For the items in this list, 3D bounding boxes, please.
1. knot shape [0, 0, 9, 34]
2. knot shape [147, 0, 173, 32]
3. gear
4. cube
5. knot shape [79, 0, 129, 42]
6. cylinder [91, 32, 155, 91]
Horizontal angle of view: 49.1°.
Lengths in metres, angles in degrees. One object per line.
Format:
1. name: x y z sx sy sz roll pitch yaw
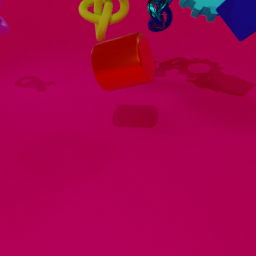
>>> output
1. knot shape: -3.688 -3.025 6.910 1.406 1.502 0.694 16 55 23
2. knot shape: 1.008 -3.562 8.365 0.619 1.253 1.339 21 5 16
3. gear: 2.280 -3.861 7.811 1.846 0.342 1.846 1 73 -4
4. cube: 3.055 -2.998 6.843 1.057 1.057 1.057 -42 95 -27
5. knot shape: -0.762 -3.369 8.408 1.608 1.504 0.743 9 5 37
6. cylinder: -0.083 -1.399 6.015 1.058 1.058 1.058 -9 31 22
